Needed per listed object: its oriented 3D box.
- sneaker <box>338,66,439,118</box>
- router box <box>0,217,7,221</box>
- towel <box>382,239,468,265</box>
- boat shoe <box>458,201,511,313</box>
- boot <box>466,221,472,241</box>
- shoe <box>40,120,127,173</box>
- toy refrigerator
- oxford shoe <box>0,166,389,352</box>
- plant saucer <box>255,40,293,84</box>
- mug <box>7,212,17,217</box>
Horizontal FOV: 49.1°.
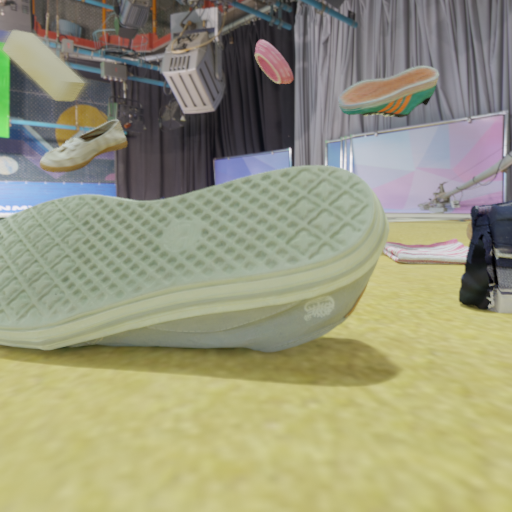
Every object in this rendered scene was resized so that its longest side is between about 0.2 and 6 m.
[{"bbox_3d":[2.589,-3.014,10.967,2.065,0.825,0.737,-17,50,-8],"label":"sneaker"},{"bbox_3d":[-2.503,-0.269,9.076,3.016,0.770,2.250,2,6,20],"label":"router box"},{"bbox_3d":[3.040,-0.088,9.773,1.452,0.297,1.984,0,6,5],"label":"towel"},{"bbox_3d":[3.075,-0.034,5.377,2.249,1.043,0.840,-2,6,-12],"label":"boat shoe"},{"bbox_3d":[5.108,-0.287,9.991,2.341,0.824,1.676,8,3,31],"label":"boot"},{"bbox_3d":[-3.126,-2.010,10.150,0.663,0.506,1.895,21,36,25],"label":"shoe"},{"bbox_3d":[-4.009,-3.550,10.555,1.438,0.503,0.546,44,23,3],"label":"toy refrigerator"},{"bbox_3d":[-0.784,0.183,4.051,3.484,1.310,1.006,-6,-37,17],"label":"oxford shoe"},{"bbox_3d":[0.339,-4.119,12.067,0.276,1.090,1.090,-43,10,-3],"label":"plant saucer"},{"bbox_3d":[-4.944,-0.408,11.441,1.001,0.739,0.878,-32,22,-12],"label":"mug"}]
